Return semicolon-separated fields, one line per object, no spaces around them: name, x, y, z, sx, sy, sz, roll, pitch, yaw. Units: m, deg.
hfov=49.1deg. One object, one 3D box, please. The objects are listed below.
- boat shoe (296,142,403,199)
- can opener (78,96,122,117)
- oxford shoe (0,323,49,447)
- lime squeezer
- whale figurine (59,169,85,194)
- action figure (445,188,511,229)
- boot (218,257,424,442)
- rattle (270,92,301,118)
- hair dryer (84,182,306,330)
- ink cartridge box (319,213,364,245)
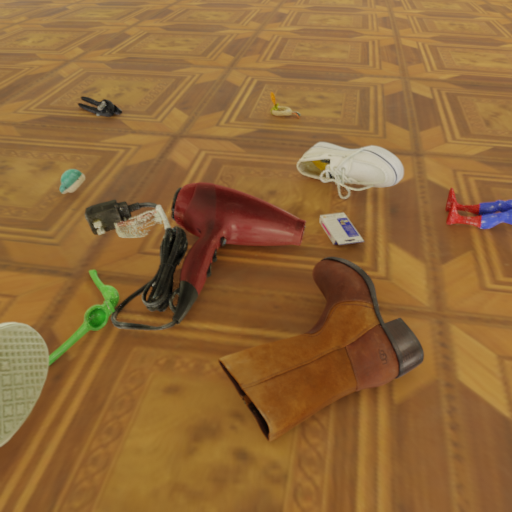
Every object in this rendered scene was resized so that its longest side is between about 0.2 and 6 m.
boat shoe;1.767;-1.753;11.575;1.067;0.925;2.503;-38;39;-25
can opener;-4.389;-4.083;15.405;1.500;0.590;0.475;19;79;29
oxford shoe;-3.509;1.969;5.995;0.978;1.274;3.388;-17;29;31
lime squeezer;-2.539;0.804;8.551;0.758;0.405;2.148;2;37;3
whale figurine;-3.893;-1.552;11.622;0.764;0.396;0.608;-7;43;49
action figure;5.172;-1.084;10.383;2.906;1.438;0.948;10;37;9
boot;0.653;1.161;7.859;2.491;0.853;2.345;-20;53;-18
rattle;0.817;-4.086;15.219;0.844;0.603;0.549;18;21;33
hair dryer;-0.870;-0.103;9.661;3.744;1.017;2.852;-18;57;-17
ink cartridge box;1.588;-0.461;10.481;0.499;0.196;1.055;-8;34;-11
